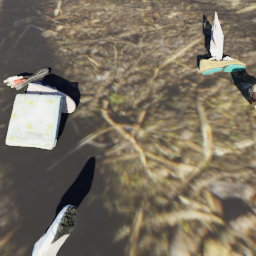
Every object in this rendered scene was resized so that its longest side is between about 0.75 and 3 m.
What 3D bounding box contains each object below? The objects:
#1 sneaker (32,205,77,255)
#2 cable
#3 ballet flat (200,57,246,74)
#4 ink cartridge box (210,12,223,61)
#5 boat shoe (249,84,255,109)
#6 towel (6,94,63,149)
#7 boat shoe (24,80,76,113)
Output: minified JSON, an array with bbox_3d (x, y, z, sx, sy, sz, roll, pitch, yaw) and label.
[{"bbox_3d":[-1.371,1.978,4.979,0.490,0.486,1.351,14,67,32],"label":"sneaker"},{"bbox_3d":[-3.075,-1.572,8.657,1.407,0.354,0.683,-30,37,-21],"label":"cable"},{"bbox_3d":[2.991,-2.032,8.843,1.549,0.532,0.488,-7,77,-15],"label":"ballet flat"},{"bbox_3d":[2.869,-2.985,9.219,0.269,1.071,1.234,-7,53,32],"label":"ink cartridge box"},{"bbox_3d":[3.533,-0.724,7.407,0.670,0.669,1.858,6,3,21],"label":"boat shoe"},{"bbox_3d":[-2.374,-0.197,7.164,1.238,0.348,1.446,4,70,3],"label":"towel"},{"bbox_3d":[-2.122,-0.960,8.043,1.497,0.559,0.694,26,25,-1],"label":"boat shoe"}]
